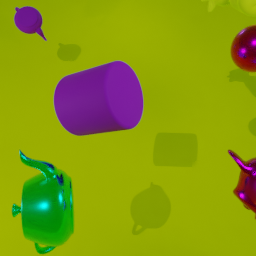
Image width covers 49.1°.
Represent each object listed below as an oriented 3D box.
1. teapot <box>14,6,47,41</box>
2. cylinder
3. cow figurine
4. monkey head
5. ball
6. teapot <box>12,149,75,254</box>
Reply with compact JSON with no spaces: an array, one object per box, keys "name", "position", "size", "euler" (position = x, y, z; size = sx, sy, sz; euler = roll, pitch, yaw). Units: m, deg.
[{"name":"teapot","position":[-2.830,-3.049,8.132],"size":[0.782,0.616,1.257],"euler":[-44,90,-9]},{"name":"cylinder","position":[-0.437,-0.429,4.369],"size":[1.019,1.019,1.019],"euler":[-8,57,33]},{"name":"cow figurine","position":[2.136,-2.514,5.330],"size":[1.373,0.766,1.396],"euler":[6,33,7]},{"name":"monkey head","position":[1.828,0.788,3.516],"size":[1.342,0.966,0.809],"euler":[21,105,15]},{"name":"ball","position":[1.913,-1.192,4.215],"size":[0.702,0.702,0.702],"euler":[0,62,0]},{"name":"teapot","position":[-1.153,1.037,3.824],"size":[0.815,1.664,1.034],"euler":[-3,20,-12]}]
